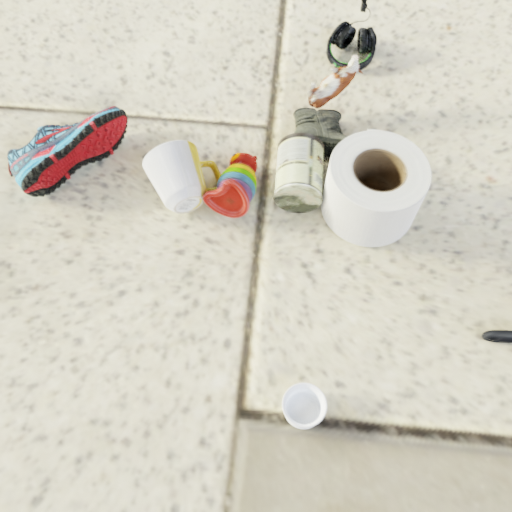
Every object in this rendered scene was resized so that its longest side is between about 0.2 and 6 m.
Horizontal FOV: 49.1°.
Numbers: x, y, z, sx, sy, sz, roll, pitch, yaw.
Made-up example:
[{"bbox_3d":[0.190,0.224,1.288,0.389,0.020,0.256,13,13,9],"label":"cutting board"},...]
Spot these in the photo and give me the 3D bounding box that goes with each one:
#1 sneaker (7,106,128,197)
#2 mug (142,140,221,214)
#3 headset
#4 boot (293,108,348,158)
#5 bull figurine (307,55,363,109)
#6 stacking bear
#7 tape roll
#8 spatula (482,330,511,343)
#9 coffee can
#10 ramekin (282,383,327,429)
[{"bbox_3d":[-3.862,-2.394,11.328,2.623,1.040,1.253,-38,66,-19],"label":"sneaker"},{"bbox_3d":[-1.366,-1.505,10.846,1.387,1.111,1.139,-22,71,-5],"label":"mug"},{"bbox_3d":[2.288,-5.125,12.934,1.104,0.840,1.788,17,74,8],"label":"headset"},{"bbox_3d":[1.686,-2.578,11.682,1.943,0.658,1.269,10,56,4],"label":"boot"},{"bbox_3d":[1.625,-3.622,11.649,1.384,0.840,0.451,-44,74,16],"label":"bull figurine"},{"bbox_3d":[-0.354,-1.484,10.939,0.864,0.810,1.424,-25,33,36],"label":"stacking bear"},{"bbox_3d":[2.205,-1.249,10.534,1.857,1.275,1.857,0,60,-1],"label":"tape roll"},{"bbox_3d":[5.171,1.496,9.497,2.558,0.723,0.263,7,45,12],"label":"spatula"},{"bbox_3d":[0.841,-1.616,10.939,0.933,0.933,1.275,5,61,3],"label":"coffee can"},{"bbox_3d":[0.767,2.445,9.044,0.717,0.350,0.717,0,61,-1],"label":"ramekin"}]
